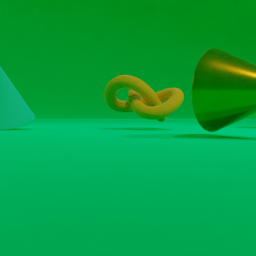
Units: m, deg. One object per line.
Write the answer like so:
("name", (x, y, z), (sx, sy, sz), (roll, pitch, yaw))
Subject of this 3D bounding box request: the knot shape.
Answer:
("knot shape", (0.311, -0.764, 7.312), (1.885, 0.931, 2.014), (13, 4, -11))

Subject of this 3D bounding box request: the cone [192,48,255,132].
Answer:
("cone", (1.825, -0.529, 3.970), (1.308, 1.308, 1.313), (-2, 6, -44))

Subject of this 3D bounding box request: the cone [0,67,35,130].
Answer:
("cone", (-3.135, -0.879, 6.975), (1.429, 1.434, 1.429), (2, 23, -1))
